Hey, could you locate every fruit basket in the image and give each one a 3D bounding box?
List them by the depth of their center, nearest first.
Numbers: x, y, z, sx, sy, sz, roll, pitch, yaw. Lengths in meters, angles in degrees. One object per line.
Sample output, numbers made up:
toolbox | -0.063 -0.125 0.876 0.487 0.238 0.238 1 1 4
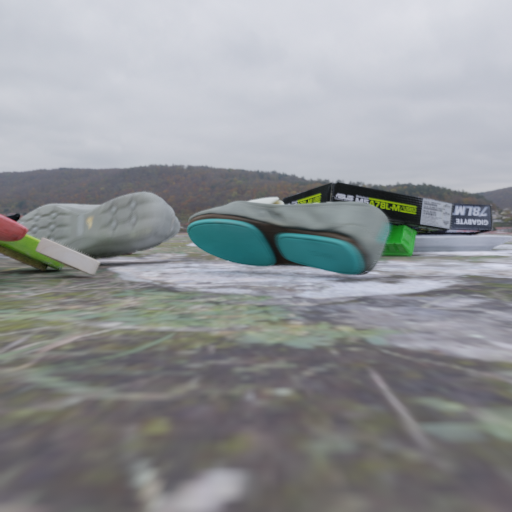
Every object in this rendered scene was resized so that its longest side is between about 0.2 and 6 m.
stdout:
fruit basket | 2.713 -0.274 11.007 0.937 0.676 0.937 15 -19 5

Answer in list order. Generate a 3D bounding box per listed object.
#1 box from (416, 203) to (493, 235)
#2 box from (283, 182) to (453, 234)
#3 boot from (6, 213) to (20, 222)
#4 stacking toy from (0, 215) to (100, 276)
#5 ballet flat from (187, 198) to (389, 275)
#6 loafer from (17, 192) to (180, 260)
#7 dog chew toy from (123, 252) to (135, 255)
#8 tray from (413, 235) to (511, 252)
box | 4.245 -0.840 15.626 3.234 0.803 3.210 0 -5 -11
box | 2.180 -0.884 11.575 2.659 0.632 2.568 8 -2 -17
boot | -6.162 -0.533 12.474 2.356 0.900 1.980 6 -5 -35
stacking toy | -3.157 0.039 6.254 2.180 1.017 2.408 30 -12 -35
ballet flat | 0.341 -0.308 6.610 2.579 0.869 0.822 9 49 37
loafer | -2.499 -0.327 8.565 2.759 0.965 0.963 -5 -20 19
dog chew toy | -2.651 -0.201 11.438 0.416 0.416 0.669 1 -3 26
tray | 4.094 -0.315 13.540 3.508 0.389 1.884 -1 2 -10
